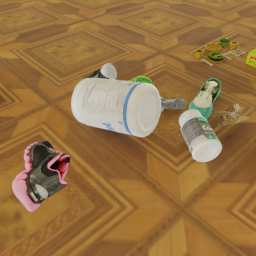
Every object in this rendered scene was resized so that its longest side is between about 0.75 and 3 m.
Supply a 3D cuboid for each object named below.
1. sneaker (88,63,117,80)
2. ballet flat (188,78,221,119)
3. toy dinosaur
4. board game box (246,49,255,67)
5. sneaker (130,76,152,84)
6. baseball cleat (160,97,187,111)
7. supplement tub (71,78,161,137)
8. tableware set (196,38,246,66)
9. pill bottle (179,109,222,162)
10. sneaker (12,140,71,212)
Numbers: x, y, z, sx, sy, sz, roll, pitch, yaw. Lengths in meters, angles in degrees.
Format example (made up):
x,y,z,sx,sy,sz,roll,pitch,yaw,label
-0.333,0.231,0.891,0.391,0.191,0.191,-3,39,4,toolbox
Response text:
x,y,z,sx,sy,sz,roll,pitch,yaw,label
-1.052,-1.371,10.055,1.072,0.711,1.884,-10,60,44,sneaker
2.635,-1.051,9.589,0.765,0.800,2.273,20,45,20,ballet flat
3.229,-0.273,8.614,0.926,1.830,0.533,-1,79,28,toy dinosaur
6.377,-3.213,12.250,2.299,0.547,1.168,-29,49,-29,board game box
0.084,-1.447,10.275,1.628,0.603,0.680,-9,47,2,sneaker
1.372,-0.751,9.609,1.224,0.427,0.651,9,47,25,baseball cleat
-0.342,-0.653,8.203,2.296,1.515,1.515,11,40,34,supplement tub
4.131,-3.616,12.859,2.417,0.371,1.628,-23,46,-24,tableware set
2.038,0.181,8.136,0.846,0.846,1.496,-7,42,-8,pill bottle
-1.489,0.718,5.367,0.949,0.786,1.990,-30,25,3,sneaker
